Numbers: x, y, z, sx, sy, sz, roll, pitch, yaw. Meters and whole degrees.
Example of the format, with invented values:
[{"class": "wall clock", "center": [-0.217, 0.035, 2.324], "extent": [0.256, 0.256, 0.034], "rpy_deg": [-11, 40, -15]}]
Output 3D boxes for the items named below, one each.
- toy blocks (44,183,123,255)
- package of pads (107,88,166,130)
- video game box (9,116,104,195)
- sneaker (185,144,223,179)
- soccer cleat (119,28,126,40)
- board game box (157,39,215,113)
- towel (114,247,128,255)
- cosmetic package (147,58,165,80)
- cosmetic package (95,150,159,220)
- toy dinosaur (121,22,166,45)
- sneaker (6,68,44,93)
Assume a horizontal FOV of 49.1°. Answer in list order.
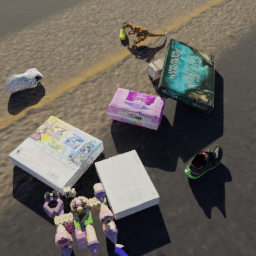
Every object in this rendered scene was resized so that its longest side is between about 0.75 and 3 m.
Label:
[{"class": "toy blocks", "center": [-0.973, 2.229, 6.282], "extent": [1.452, 1.554, 1.308], "rpy_deg": [-14, 45, -11]}, {"class": "package of pads", "center": [0.292, -0.665, 9.338], "extent": [1.791, 0.678, 1.079], "rpy_deg": [14, 51, 11]}, {"class": "video game box", "center": [-2.082, 0.721, 8.292], "extent": [2.047, 0.479, 1.865], "rpy_deg": [26, 57, 20]}, {"class": "sneaker", "center": [2.259, 0.906, 8.044], "extent": [1.438, 0.602, 0.552], "rpy_deg": [-35, 58, -26]}, {"class": "soccer cleat", "center": [-0.243, -4.316, 12.673], "extent": [0.281, 0.363, 0.868], "rpy_deg": [3, 50, 3]}, {"class": "board game box", "center": [2.231, -2.011, 10.298], "extent": [1.976, 0.411, 2.921], "rpy_deg": [21, 51, -6]}, {"class": "towel", "center": [0.125, 2.416, 4.669], "extent": [0.213, 0.635, 0.860], "rpy_deg": [-30, 32, -26]}, {"class": "cosmetic package", "center": [1.324, -2.351, 10.925], "extent": [1.032, 0.450, 0.534], "rpy_deg": [-27, 58, -21]}, {"class": "cosmetic package", "center": [-0.057, 1.497, 7.656], "extent": [1.241, 0.425, 1.646], "rpy_deg": [-18, 51, -13]}, {"class": "toy dinosaur", "center": [0.692, -4.180, 12.311], "extent": [2.051, 0.620, 1.089], "rpy_deg": [19, 67, -3]}, {"class": "sneaker", "center": [-3.798, -1.704, 10.321], "extent": [0.723, 0.544, 1.452], "rpy_deg": [34, 57, 26]}]
